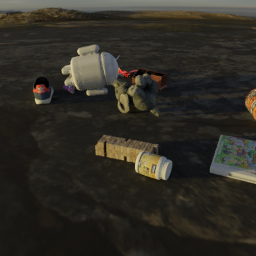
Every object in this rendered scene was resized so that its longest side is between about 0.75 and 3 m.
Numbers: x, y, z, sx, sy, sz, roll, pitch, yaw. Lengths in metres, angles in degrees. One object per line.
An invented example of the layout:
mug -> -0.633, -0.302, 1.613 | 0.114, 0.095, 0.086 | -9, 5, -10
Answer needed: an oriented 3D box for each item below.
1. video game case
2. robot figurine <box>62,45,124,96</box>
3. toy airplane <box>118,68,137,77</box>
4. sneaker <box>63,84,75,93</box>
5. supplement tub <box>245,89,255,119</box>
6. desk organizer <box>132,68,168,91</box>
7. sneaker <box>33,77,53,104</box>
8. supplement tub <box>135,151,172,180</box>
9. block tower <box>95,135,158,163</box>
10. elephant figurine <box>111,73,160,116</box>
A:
video game case -> 4.101, 1.043, 9.515 | 2.192, 0.266, 2.408 | 12, 29, 21
robot figurine -> -1.142, -1.858, 9.194 | 1.925, 1.632, 1.087 | -10, 24, 2
toy airplane -> -0.280, -3.672, 18.637 | 1.853, 0.341, 1.853 | 0, 27, 0
sneaker -> -3.352, -2.270, 15.772 | 0.606, 0.551, 1.371 | -9, 23, -3
supplement tub -> 5.991, -0.868, 12.264 | 1.180, 1.180, 2.207 | 2, 27, 4
desk organizer -> 1.274, -2.917, 16.633 | 2.128, 0.819, 0.763 | 20, 33, 34
sneaker -> -4.548, -2.275, 15.010 | 1.032, 1.164, 2.754 | -8, 28, -16
supplement tub -> 0.807, 1.180, 8.747 | 1.001, 0.723, 0.723 | 14, 30, 25
block tower -> -0.057, 0.760, 9.735 | 2.132, 0.576, 0.616 | 8, 29, 17
elephant figurine -> 0.144, -1.573, 13.338 | 1.770, 1.941, 2.502 | 22, -21, -41
